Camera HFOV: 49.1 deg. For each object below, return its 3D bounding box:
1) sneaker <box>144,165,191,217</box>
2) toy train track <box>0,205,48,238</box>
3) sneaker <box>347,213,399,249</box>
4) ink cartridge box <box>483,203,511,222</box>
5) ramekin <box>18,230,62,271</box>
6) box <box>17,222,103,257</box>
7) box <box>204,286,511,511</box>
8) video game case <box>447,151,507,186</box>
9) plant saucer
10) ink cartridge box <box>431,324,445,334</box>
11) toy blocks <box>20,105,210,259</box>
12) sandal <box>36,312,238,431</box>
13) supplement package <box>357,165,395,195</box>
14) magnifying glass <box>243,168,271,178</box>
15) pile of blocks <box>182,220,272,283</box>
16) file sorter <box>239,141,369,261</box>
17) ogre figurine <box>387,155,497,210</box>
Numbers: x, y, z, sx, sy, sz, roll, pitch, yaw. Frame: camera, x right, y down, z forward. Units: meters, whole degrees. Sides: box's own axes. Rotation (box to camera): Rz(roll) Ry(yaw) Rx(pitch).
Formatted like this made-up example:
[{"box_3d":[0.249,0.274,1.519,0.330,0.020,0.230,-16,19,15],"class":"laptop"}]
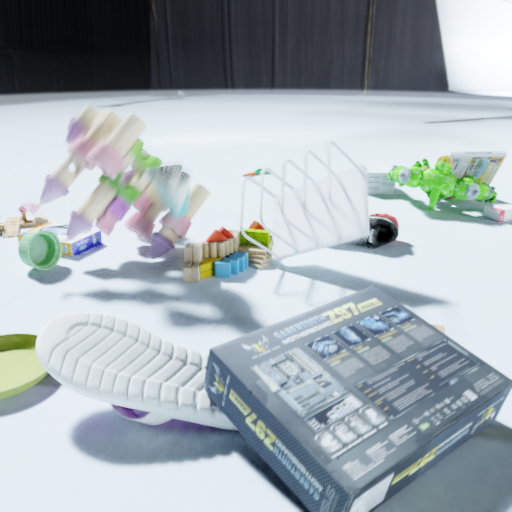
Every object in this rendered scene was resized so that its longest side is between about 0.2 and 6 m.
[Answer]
[{"box_3d":[-1.534,-1.171,9.759,0.669,0.688,1.727,-10,24,-14],"class":"sneaker"},{"box_3d":[-6.152,-0.790,12.660,2.701,0.439,1.549,-8,22,-17],"class":"toy train track"},{"box_3d":[2.134,-0.539,11.683,1.833,0.648,0.896,1,19,-1],"class":"sneaker"},{"box_3d":[5.949,-1.061,13.535,0.715,0.298,0.519,-9,23,-21],"class":"ink cartridge box"},{"box_3d":[-4.071,-0.114,10.507,0.370,0.757,0.757,4,20,32],"class":"ramekin"},{"box_3d":[-4.015,-0.356,11.686,1.608,0.334,0.957,7,22,22],"class":"box"},{"box_3d":[1.108,1.410,6.082,2.675,0.682,2.109,-16,39,-37],"class":"box"},{"box_3d":[5.585,-2.154,14.819,1.489,1.636,0.187,-1,56,-3],"class":"video game case"},{"box_3d":[-3.291,1.439,7.167,1.465,0.228,1.465,0,22,0],"class":"plant saucer"},{"box_3d":[2.370,1.178,7.827,0.510,0.232,0.619,6,22,13],"class":"ink cartridge box"},{"box_3d":[-2.915,-1.221,11.057,2.815,2.631,2.370,25,75,45],"class":"toy blocks"},{"box_3d":[-1.253,1.492,6.486,2.850,0.700,1.160,18,34,8],"class":"sandal"},{"box_3d":[3.389,-2.187,15.985,0.879,0.625,1.128,-1,20,-4],"class":"supplement package"},{"box_3d":[0.029,-2.650,17.933,0.472,0.133,1.185,18,26,38],"class":"magnifying glass"},{"box_3d":[-0.376,-0.186,10.607,1.027,0.777,2.501,16,27,36],"class":"pile of blocks"},{"box_3d":[0.808,-0.961,9.976,1.995,1.384,1.242,-17,-32,35],"class":"file sorter"},{"box_3d":[4.704,-1.829,14.276,2.712,1.330,1.626,36,17,12],"class":"ogre figurine"}]
